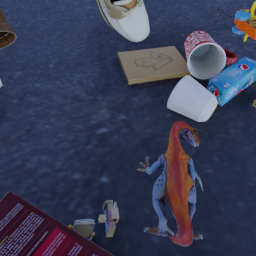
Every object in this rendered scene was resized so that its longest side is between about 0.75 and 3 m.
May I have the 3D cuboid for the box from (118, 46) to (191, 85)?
[{"bbox_3d":[0.918,-2.363,10.264,2.323,0.247,1.899,-10,46,-9],"label":"box"}]

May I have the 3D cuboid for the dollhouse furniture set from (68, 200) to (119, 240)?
[{"bbox_3d":[-0.738,1.771,5.648,0.933,0.881,0.609,2,43,-15],"label":"dollhouse furniture set"}]

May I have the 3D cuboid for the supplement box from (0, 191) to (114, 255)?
[{"bbox_3d":[-1.517,2.515,4.887,2.907,0.885,1.582,24,50,21],"label":"supplement box"}]

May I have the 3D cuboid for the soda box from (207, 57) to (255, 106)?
[{"bbox_3d":[3.448,-1.554,9.115,2.074,0.703,0.665,-32,53,-28],"label":"soda box"}]

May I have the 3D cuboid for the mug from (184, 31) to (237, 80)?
[{"bbox_3d":[2.743,-2.551,9.848,1.652,1.241,1.861,29,31,-16],"label":"mug"}]

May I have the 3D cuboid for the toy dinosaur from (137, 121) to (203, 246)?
[{"bbox_3d":[1.183,0.940,5.785,1.444,2.750,2.495,11,76,-10],"label":"toy dinosaur"}]

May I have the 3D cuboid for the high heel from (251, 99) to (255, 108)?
[{"bbox_3d":[4.872,-1.241,8.111,2.352,1.677,0.840,-4,45,-4],"label":"high heel"}]

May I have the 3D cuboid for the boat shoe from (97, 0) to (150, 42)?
[{"bbox_3d":[-0.179,-3.043,6.565,1.046,2.799,0.957,-43,47,3],"label":"boat shoe"}]

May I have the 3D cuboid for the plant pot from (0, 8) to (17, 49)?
[{"bbox_3d":[-3.739,-2.825,7.530,1.103,1.103,1.092,-21,89,-20],"label":"plant pot"}]

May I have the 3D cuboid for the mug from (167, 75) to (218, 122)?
[{"bbox_3d":[2.018,-0.861,8.169,1.154,1.126,1.405,36,71,21],"label":"mug"}]

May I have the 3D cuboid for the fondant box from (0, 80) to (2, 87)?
[{"bbox_3d":[-5.051,-1.143,8.854,1.238,0.500,1.716,11,45,11],"label":"fondant box"}]

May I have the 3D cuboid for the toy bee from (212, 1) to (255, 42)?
[{"bbox_3d":[2.962,-2.760,6.995,0.797,0.960,1.467,-26,71,-17],"label":"toy bee"}]
